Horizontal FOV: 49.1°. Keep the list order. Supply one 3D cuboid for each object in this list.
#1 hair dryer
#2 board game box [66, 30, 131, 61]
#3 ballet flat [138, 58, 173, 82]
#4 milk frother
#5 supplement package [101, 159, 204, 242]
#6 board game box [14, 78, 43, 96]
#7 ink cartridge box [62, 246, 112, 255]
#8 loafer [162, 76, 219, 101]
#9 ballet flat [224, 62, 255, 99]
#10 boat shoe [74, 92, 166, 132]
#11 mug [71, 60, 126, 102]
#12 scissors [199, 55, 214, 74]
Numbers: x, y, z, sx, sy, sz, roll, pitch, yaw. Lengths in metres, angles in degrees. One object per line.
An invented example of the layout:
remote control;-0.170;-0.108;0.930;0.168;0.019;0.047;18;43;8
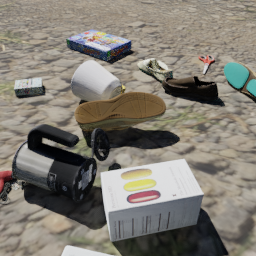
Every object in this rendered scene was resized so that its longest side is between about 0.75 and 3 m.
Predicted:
hair dryer;-3.128;1.361;6.949;1.004;0.273;0.765;22;42;27
board game box;-1.475;-4.235;14.110;2.767;0.477;1.873;26;45;30
ballet flat;1.184;-2.567;11.761;0.741;0.685;2.198;-22;42;-27
milk frother;-1.548;0.698;7.062;1.735;1.665;1.844;16;9;18
supplement package;0.455;1.535;6.063;1.930;1.057;1.098;-8;38;-10
board game box;-3.817;-1.594;10.792;0.993;0.319;0.733;-7;37;-11
ink cartridge box;-0.316;3.352;3.540;2.155;1.225;2.958;8;38;10
loafer;2.336;-1.649;10.482;2.155;0.769;0.787;12;39;15
ballet flat;4.710;-1.667;10.620;0.887;0.958;2.716;10;33;-31
boat shoe;-0.212;-0.436;8.656;2.748;0.887;0.979;-6;62;0
mug;-0.859;-1.520;9.876;1.463;1.427;1.782;32;56;24
scissors;3.617;-2.876;12.613;0.712;0.136;1.947;5;36;3
